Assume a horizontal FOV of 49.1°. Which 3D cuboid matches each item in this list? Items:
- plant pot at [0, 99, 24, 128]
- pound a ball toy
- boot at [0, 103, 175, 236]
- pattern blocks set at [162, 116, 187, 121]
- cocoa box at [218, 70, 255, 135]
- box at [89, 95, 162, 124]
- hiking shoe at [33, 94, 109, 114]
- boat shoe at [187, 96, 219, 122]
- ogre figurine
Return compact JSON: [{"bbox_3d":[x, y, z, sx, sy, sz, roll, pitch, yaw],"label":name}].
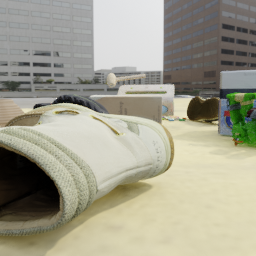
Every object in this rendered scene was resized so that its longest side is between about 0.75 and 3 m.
[{"bbox_3d":[-3.096,-0.145,6.202,2.106,0.972,2.106,-1,7,0],"label":"plant pot"},{"bbox_3d":[0.562,-1.372,12.436,2.940,1.917,1.249,1,50,11],"label":"pound a ball toy"},{"bbox_3d":[-1.069,0.273,3.164,2.672,0.963,2.066,6,10,29],"label":"boot"},{"bbox_3d":[1.800,-0.392,11.309,1.149,0.106,1.307,-3,8,-19],"label":"pattern blocks set"},{"bbox_3d":[3.744,-0.598,6.970,2.507,1.645,1.672,6,10,39],"label":"cocoa box"},{"bbox_3d":[-0.046,-0.515,8.762,2.207,1.048,0.858,-1,8,5],"label":"box"},{"bbox_3d":[-1.270,-0.365,7.292,2.897,1.097,1.459,6,13,44],"label":"hiking shoe"},{"bbox_3d":[3.015,-0.631,10.444,0.883,0.997,2.723,13,5,-12],"label":"boat shoe"},{"bbox_3d":[2.625,-0.167,5.805,0.910,1.112,1.855,-8,9,-27],"label":"ogre figurine"}]
